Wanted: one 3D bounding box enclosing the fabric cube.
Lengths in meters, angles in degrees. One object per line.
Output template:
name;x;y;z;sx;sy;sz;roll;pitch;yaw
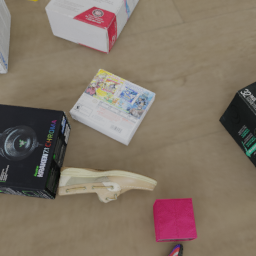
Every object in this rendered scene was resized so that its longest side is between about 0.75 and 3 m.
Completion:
fabric cube;1.104;2.241;6.774;0.899;0.882;0.896;-2;63;-1

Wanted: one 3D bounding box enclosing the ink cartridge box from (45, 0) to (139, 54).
ink cartridge box;-1.051;-4.306;9.627;2.208;1.281;2.991;21;65;10

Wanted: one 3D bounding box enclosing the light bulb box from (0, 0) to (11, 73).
light bulb box;-5.279;-3.089;8.865;2.560;1.612;2.583;-6;65;-3

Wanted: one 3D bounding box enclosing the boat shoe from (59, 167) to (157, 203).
boat shoe;-0.527;1.488;7.168;2.503;0.903;0.813;4;76;3

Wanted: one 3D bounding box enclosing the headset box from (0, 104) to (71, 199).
headset box;-3.017;0.577;7.398;2.493;1.156;2.170;7;65;3

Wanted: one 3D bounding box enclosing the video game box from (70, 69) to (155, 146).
video game box;-0.441;-0.672;8.379;1.948;0.456;1.775;27;70;12

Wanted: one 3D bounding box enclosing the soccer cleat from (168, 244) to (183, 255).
soccer cleat;0.875;3.338;6.502;0.525;0.490;1.435;17;63;24

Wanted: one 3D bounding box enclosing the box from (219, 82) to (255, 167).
box;4.159;0.044;7.381;1.969;1.648;2.651;-27;67;-12
